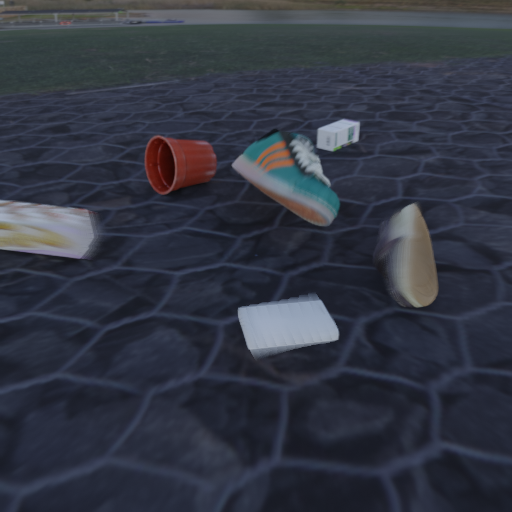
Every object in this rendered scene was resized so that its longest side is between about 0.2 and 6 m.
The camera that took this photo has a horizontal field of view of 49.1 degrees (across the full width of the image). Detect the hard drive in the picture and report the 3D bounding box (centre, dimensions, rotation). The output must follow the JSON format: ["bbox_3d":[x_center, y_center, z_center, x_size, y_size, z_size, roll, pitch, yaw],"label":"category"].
[{"bbox_3d":[0.346,0.762,6.306,0.999,0.133,0.659,-4,30,-11],"label":"hard drive"}]

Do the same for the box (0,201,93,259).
[{"bbox_3d":[-4.429,-0.537,9.571,3.213,0.666,0.622,7,40,7],"label":"box"}]

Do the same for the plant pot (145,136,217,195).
[{"bbox_3d":[-1.600,-2.033,12.292,1.206,1.240,1.240,-14,30,-40],"label":"plant pot"}]

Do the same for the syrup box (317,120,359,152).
[{"bbox_3d":[2.242,-3.287,15.237,0.547,0.529,1.342,21,34,35],"label":"syrup box"}]

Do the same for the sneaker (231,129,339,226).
[{"bbox_3d":[0.672,-1.668,10.541,1.198,1.341,3.356,36,4,-35],"label":"sneaker"}]

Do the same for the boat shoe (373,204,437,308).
[{"bbox_3d":[2.221,0.045,8.602,0.807,0.895,2.489,-27,22,28],"label":"boat shoe"}]
